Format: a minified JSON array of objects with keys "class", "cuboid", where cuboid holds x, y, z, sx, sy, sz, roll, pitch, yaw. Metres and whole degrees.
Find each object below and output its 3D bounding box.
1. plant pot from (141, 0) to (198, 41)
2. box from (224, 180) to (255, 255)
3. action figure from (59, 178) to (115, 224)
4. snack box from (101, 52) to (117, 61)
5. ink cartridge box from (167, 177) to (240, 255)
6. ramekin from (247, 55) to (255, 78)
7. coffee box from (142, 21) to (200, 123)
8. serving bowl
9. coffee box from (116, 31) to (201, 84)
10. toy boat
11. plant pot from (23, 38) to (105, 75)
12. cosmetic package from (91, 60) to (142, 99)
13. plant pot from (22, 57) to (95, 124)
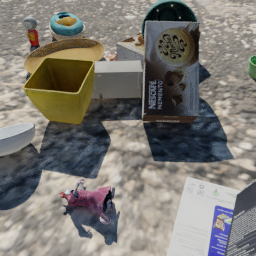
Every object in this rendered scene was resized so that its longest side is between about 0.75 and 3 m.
[{"class":"plant pot","cuboid":[1.245,-3.233,8.668,1.635,1.635,1.312,2,38,2]},{"class":"box","cuboid":[2.553,1.968,4.525,1.534,1.081,2.073,31,46,3]},{"class":"action figure","cuboid":[-0.882,1.508,5.929,1.200,0.804,0.894,-3,82,12]},{"class":"snack box","cuboid":[-0.985,-2.185,10.118,0.686,0.232,1.909,10,43,11]},{"class":"ink cartridge box","cuboid":[1.430,2.095,5.217,1.225,0.483,2.464,14,43,15]},{"class":"ramekin","cuboid":[4.733,-2.119,9.851,1.017,0.497,1.017,0,42,0]},{"class":"coffee box","cuboid":[1.142,-1.488,7.720,1.461,1.031,2.584,3,83,1]},{"class":"serving bowl","cuboid":[-3.005,0.337,6.890,1.541,0.507,1.541,-11,14,3]},{"class":"coffee box","cuboid":[1.127,-2.788,10.120,1.591,1.124,2.815,32,51,31]},{"class":"toy boat","cuboid":[-3.035,-4.228,11.703,2.456,1.141,2.064,-19,46,-20]},{"class":"plant pot","cuboid":[-2.248,-2.487,10.152,2.937,0.404,2.937,-5,40,5]},{"class":"cosmetic package","cuboid":[-0.487,-1.521,8.835,1.863,0.995,0.840,-1,41,1]},{"class":"plant pot","cuboid":[-1.768,-0.966,7.848,1.508,1.330,1.508,7,46,9]}]
